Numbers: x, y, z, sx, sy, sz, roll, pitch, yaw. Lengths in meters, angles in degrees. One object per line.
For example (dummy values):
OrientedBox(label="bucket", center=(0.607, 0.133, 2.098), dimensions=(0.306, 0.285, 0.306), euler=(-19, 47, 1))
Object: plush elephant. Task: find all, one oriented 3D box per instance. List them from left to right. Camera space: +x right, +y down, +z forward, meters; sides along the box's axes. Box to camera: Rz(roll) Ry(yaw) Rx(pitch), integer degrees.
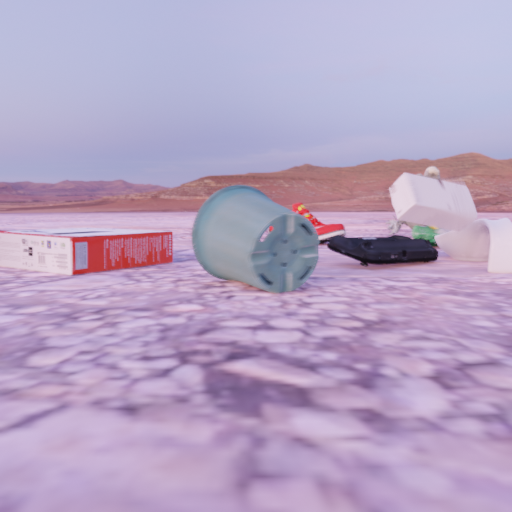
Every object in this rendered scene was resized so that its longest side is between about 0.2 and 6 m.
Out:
OrientedBox(label="plush elephant", center=(4.443, -1.289, 14.241), dimensions=(2.232, 1.838, 1.728), euler=(-29, -6, -6))

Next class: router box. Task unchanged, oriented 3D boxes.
OrientedBox(label="router box", center=(-2.610, -0.119, 8.365), dimensions=(2.049, 0.501, 1.839), euler=(4, 7, 35))

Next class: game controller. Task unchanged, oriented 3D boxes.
OrientedBox(label="game controller", center=(1.911, -0.094, 8.362), dimensions=(1.813, 0.382, 0.946), euler=(-1, 9, -41))

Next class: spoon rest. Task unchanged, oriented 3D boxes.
OrientedBox(label="spoon rest", center=(3.447, -0.232, 8.464), dimensions=(1.198, 0.731, 2.411), euler=(1, 6, 6))

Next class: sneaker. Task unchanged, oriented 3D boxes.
OrientedBox(label="sneaker", center=(1.048, -0.731, 12.516), dimensions=(0.827, 0.912, 2.147), euler=(-6, 8, -44))

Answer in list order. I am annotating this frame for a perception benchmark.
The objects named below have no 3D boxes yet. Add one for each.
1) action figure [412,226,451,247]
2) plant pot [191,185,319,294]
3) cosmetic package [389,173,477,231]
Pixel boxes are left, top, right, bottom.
OrientedBox(label="action figure", center=(4.109, -0.484, 11.529), dimensions=(2.246, 0.614, 1.327), euler=(-3, -3, -27))
OrientedBox(label="plant pot", center=(0.039, -0.146, 6.128), dimensions=(1.146, 1.146, 1.122), euler=(-3, 14, -29))
OrientedBox(label="cosmetic package", center=(2.182, -0.657, 6.909), dimensions=(0.991, 0.504, 0.367), euler=(8, -34, -25))
